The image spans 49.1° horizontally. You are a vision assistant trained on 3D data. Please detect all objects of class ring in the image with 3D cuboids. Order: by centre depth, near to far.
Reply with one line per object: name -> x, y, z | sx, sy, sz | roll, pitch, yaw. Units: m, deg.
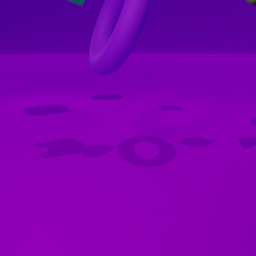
ring -> -0.151, -1.608, 4.235 | 0.339, 1.696, 1.696 | 17, 9, -23

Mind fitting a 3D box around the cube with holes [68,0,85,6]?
cube with holes -> -1.836, -4.836, 9.239 | 0.923, 0.923, 0.923 | 7, 48, -38

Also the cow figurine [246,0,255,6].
cow figurine -> 2.432, -2.236, 4.492 | 1.222, 0.671, 1.202 | -4, 12, 10

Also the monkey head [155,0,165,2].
monkey head -> 0.674, -3.707, 7.329 | 0.838, 0.702, 1.165 | -19, 45, -33
